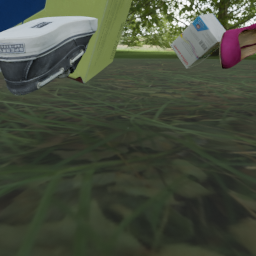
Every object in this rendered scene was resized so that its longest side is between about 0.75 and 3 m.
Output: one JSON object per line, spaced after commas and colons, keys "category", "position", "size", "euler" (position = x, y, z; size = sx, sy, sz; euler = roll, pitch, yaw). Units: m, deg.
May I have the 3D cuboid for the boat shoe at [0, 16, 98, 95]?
{"category": "boat shoe", "position": [-0.444, -0.492, 1.766], "size": [0.361, 0.341, 1.007], "euler": [4, 29, 10]}

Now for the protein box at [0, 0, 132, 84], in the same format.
{"category": "protein box", "position": [-0.929, -2.540, 5.118], "size": [1.766, 2.598, 2.617], "euler": [20, 22, -1]}

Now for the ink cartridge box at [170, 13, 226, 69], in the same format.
{"category": "ink cartridge box", "position": [2.128, -2.568, 8.330], "size": [0.922, 0.927, 1.263], "euler": [-30, -7, -43]}

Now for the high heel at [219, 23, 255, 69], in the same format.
{"category": "high heel", "position": [3.221, -2.242, 7.272], "size": [1.271, 0.891, 2.644], "euler": [5, 37, 33]}
